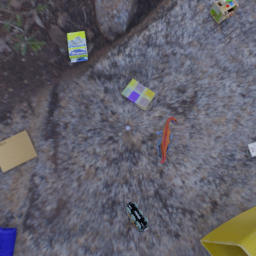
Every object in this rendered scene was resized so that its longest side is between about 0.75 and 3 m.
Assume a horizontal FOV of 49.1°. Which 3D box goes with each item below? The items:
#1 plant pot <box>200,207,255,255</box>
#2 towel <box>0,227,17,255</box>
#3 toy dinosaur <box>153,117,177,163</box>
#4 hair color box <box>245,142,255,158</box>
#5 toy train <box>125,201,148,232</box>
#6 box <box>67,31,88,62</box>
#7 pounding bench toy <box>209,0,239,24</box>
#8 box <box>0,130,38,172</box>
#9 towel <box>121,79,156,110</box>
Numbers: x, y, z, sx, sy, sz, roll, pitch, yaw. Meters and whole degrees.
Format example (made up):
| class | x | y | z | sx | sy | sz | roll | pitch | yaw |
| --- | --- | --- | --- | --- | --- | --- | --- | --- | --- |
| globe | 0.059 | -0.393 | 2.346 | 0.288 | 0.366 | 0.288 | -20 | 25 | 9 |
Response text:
| class | x | y | z | sx | sy | sz | roll | pitch | yaw |
| --- | --- | --- | --- | --- | --- | --- | --- | --- | --- |
| plant pot | 3.699 | 3.181 | 7.222 | 2.021 | 2.292 | 2.292 | -37 | 80 | -19 |
| towel | -4.119 | 3.934 | 7.782 | 1.702 | 0.571 | 2.305 | 2 | 78 | 1 |
| toy dinosaur | 1.220 | 0.290 | 8.430 | 0.682 | 1.299 | 1.178 | 10 | 109 | -13 |
| hair color box | 4.120 | 0.604 | 8.684 | 0.822 | 0.249 | 0.407 | -16 | 78 | -4 |
| toy train | 0.237 | 2.549 | 8.013 | 0.390 | 0.521 | 0.915 | -26 | 62 | -25 |
| box | -1.702 | -2.737 | 9.433 | 0.597 | 0.233 | 0.979 | -8 | 77 | -1 |
| pounding bench toy | 3.288 | -4.111 | 9.385 | 0.710 | 0.910 | 0.566 | -31 | 79 | -6 |
| box | -3.525 | 0.724 | 8.723 | 1.136 | 0.121 | 0.928 | -27 | 79 | -6 |
| towel | 0.355 | -1.094 | 9.119 | 0.973 | 0.111 | 0.699 | 36 | 80 | 7 |
